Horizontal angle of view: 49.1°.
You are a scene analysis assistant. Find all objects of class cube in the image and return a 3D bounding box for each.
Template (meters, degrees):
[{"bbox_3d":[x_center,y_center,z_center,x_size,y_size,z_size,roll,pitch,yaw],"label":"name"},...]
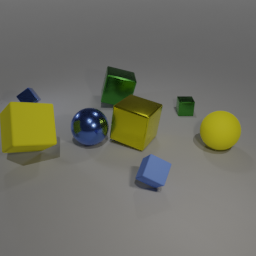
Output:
[{"bbox_3d":[0.308,-0.246,10.489,1.400,1.400,1.400,20,31,20],"label":"cube"},{"bbox_3d":[0.737,1.274,8.219,0.700,0.700,0.700,26,68,-8],"label":"cube"},{"bbox_3d":[-4.588,-1.385,12.974,0.700,0.700,0.700,-37,7,0],"label":"cube"},{"bbox_3d":[2.613,-0.999,12.809,0.700,0.700,0.700,0,29,0],"label":"cube"},{"bbox_3d":[-3.350,0.012,9.348,1.400,1.400,1.400,-1,-12,-37],"label":"cube"},{"bbox_3d":[-0.478,-1.988,13.553,1.400,1.400,1.400,12,27,-10],"label":"cube"}]

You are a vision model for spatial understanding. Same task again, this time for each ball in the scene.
[{"bbox_3d":[3.291,0.084,10.011,1.400,1.400,1.400,0,29,0],"label":"ball"},{"bbox_3d":[-1.412,-0.049,10.362,1.400,1.400,1.400,0,29,0],"label":"ball"}]
